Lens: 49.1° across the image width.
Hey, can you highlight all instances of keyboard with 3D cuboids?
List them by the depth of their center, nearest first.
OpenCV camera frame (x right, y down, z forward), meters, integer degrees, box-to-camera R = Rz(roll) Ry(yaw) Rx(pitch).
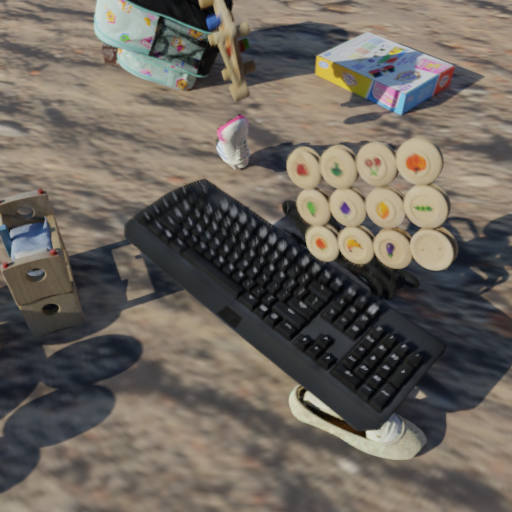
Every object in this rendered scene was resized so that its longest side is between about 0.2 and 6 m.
[{"bbox_3d":[0.428,0.066,7.766,4.656,0.923,2.423,36,54,24],"label":"keyboard"}]

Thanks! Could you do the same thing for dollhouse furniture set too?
[{"bbox_3d":[-3.875,0.287,8.114,2.188,1.533,1.542,-16,47,-16],"label":"dollhouse furniture set"}]

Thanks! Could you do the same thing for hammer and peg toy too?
[{"bbox_3d":[-0.447,-4.053,10.691,0.692,1.444,1.963,-19,66,-1],"label":"hammer and peg toy"}]

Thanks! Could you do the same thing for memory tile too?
[{"bbox_3d":[1.354,-0.597,6.899,2.121,1.626,0.178,4,28,42],"label":"memory tile"}]

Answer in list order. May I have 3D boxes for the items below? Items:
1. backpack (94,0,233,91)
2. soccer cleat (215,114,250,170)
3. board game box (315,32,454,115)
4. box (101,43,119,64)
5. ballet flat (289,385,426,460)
[{"bbox_3d":[-2.294,-5.472,13.128,2.927,2.244,2.573,21,44,-18],"label":"backpack"},{"bbox_3d":[-0.337,-2.059,10.353,0.626,1.792,0.774,-32,93,-6],"label":"soccer cleat"},{"bbox_3d":[3.071,-4.487,13.556,2.010,0.530,2.627,-33,54,-29],"label":"board game box"},{"bbox_3d":[-3.472,-5.161,14.309,0.857,0.429,0.321,3,46,4],"label":"box"},{"bbox_3d":[1.251,2.068,7.032,1.791,0.559,0.604,14,55,14],"label":"ballet flat"}]
